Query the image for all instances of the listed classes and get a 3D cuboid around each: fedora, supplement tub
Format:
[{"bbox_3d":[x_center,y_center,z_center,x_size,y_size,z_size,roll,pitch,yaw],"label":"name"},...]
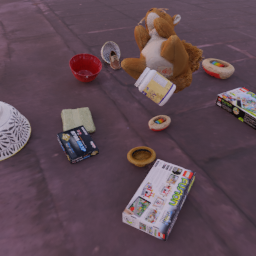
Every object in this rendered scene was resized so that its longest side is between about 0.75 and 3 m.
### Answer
[{"bbox_3d":[0.458,1.014,9.384,0.957,0.390,0.957,-3,37,2],"label":"fedora"},{"bbox_3d":[0.728,-1.127,7.579,0.952,0.692,0.692,35,41,-3],"label":"supplement tub"}]

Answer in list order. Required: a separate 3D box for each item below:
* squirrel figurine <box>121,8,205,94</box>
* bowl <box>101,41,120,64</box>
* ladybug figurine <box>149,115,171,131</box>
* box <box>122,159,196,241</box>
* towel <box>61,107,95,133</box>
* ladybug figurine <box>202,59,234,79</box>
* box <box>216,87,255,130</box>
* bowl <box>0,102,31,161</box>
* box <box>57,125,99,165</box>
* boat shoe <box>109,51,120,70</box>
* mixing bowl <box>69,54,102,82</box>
[{"bbox_3d":[1.325,-2.720,9.739,1.975,2.791,2.605,-27,45,33],"label":"squirrel figurine"},{"bbox_3d":[-1.105,-4.250,15.914,1.234,1.234,0.579,-29,23,-32],"label":"bowl"},{"bbox_3d":[1.224,-0.156,10.953,1.011,0.364,0.686,-24,43,-29],"label":"ladybug figurine"},{"bbox_3d":[0.963,1.955,8.108,1.304,0.411,2.369,18,41,23],"label":"box"},{"bbox_3d":[-2.007,-0.289,11.180,1.251,0.308,1.686,-8,38,-12],"label":"towel"},{"bbox_3d":[4.636,-3.077,14.583,1.234,0.654,1.819,-23,43,-28],"label":"ladybug figurine"},{"bbox_3d":[5.269,-0.724,11.589,1.601,0.505,2.909,-19,41,-24],"label":"box"},{"bbox_3d":[-4.945,-0.161,9.901,2.679,1.257,2.679,2,46,-2],"label":"bowl"},{"bbox_3d":[-1.781,0.562,9.878,1.047,0.303,1.317,-20,51,-23],"label":"box"},{"bbox_3d":[-0.766,-3.775,15.536,0.548,0.519,1.446,-12,50,-15],"label":"boat shoe"},{"bbox_3d":[-2.128,-2.878,13.991,1.583,0.857,1.583,6,55,-8],"label":"mixing bowl"}]
